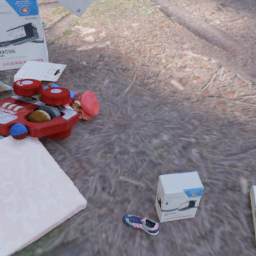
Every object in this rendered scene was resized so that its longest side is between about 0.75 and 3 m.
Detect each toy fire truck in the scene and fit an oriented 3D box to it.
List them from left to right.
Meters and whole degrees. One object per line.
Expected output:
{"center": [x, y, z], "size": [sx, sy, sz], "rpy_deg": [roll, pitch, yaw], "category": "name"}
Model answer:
{"center": [-2.609, -0.298, 7.342], "size": [2.340, 1.312, 1.965], "rpy_deg": [17, 31, 20], "category": "toy fire truck"}

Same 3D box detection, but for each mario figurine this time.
{"center": [-1.776, -0.695, 8.595], "size": [1.933, 1.025, 1.193], "rpy_deg": [21, 64, 19], "category": "mario figurine"}

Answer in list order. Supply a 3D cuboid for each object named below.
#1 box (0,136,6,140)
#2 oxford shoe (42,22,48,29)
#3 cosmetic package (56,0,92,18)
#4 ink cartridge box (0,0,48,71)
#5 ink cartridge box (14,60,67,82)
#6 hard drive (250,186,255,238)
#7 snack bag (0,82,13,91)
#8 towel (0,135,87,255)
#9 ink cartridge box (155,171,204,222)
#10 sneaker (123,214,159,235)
{"center": [-4.379, 0.816, 7.002], "size": [2.715, 0.493, 1.959], "rpy_deg": [12, 42, 12], "category": "box"}
{"center": [-4.550, -5.162, 14.003], "size": [1.111, 0.321, 0.418], "rpy_deg": [8, 45, 13], "category": "oxford shoe"}
{"center": [-1.604, -4.488, 8.474], "size": [1.197, 0.871, 2.354], "rpy_deg": [28, 38, -29], "category": "cosmetic package"}
{"center": [-4.171, -3.638, 10.471], "size": [1.917, 2.651, 1.117], "rpy_deg": [-10, 44, -11], "category": "ink cartridge box"}
{"center": [-3.192, -1.985, 10.341], "size": [1.568, 0.393, 1.262], "rpy_deg": [8, 41, 3], "category": "ink cartridge box"}
{"center": [3.770, 2.003, 5.758], "size": [2.215, 0.296, 1.461], "rpy_deg": [9, 42, 9], "category": "hard drive"}
{"center": [-4.872, -1.230, 8.621], "size": [2.178, 0.233, 2.054], "rpy_deg": [-9, 3, -11], "category": "snack bag"}
{"center": [-2.564, 1.365, 6.032], "size": [2.413, 0.407, 2.526], "rpy_deg": [-30, 63, -32], "category": "towel"}
{"center": [1.029, 1.440, 5.802], "size": [0.790, 1.089, 0.456], "rpy_deg": [-6, 44, -7], "category": "ink cartridge box"}
{"center": [0.268, 1.932, 5.813], "size": [0.800, 0.328, 0.281], "rpy_deg": [14, 43, 16], "category": "sneaker"}
